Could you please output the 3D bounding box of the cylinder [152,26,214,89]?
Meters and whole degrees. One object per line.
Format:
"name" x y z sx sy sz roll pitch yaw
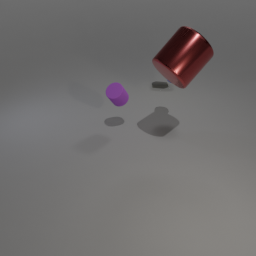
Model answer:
"cylinder" 1.726 -2.216 8.901 1.400 1.400 1.400 -49 42 2

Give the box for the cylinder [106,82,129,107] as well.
"cylinder" -0.405 -1.275 10.723 0.700 0.700 0.700 -8 66 18

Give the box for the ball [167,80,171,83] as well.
"ball" 1.845 -2.124 11.154 0.700 0.700 0.700 0 31 0
